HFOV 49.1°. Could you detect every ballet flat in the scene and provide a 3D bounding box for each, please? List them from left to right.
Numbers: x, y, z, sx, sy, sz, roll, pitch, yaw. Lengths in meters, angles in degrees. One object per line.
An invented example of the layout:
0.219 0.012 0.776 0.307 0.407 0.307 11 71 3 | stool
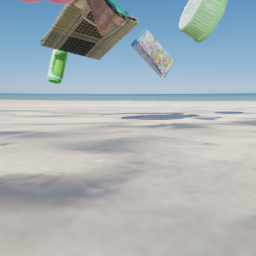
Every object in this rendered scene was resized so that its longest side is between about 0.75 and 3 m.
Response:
-0.924 -3.165 6.820 0.866 2.543 0.855 12 -48 -49 | ballet flat

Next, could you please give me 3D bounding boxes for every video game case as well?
0.807 -2.299 8.607 0.126 1.417 1.014 -28 24 50 | video game case

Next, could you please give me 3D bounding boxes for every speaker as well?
-2.607 -2.336 10.393 0.578 1.307 0.578 10 -8 1 | speaker

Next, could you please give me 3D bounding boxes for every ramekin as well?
2.376 -3.739 9.169 0.811 1.661 1.661 22 0 -13 | ramekin

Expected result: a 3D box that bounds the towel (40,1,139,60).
-1.308 -3.251 9.314 2.519 0.452 2.616 4 -20 -39 | towel

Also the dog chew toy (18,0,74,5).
-1.987 -3.121 5.120 2.715 1.691 1.691 24 8 4 | dog chew toy
